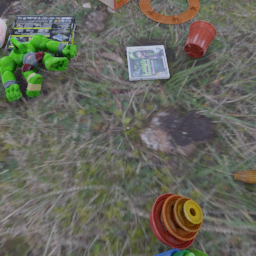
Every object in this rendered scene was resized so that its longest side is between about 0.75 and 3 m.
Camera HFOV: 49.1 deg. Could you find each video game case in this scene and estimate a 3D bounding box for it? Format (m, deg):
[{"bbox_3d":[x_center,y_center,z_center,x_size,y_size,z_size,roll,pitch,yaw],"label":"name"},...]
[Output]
[{"bbox_3d":[0.594,-2.032,8.655,1.197,0.154,1.317,-4,59,-2],"label":"video game case"}]

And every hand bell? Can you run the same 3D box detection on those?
[{"bbox_3d":[3.521,1.113,6.488,2.008,1.046,1.046,-1,58,14],"label":"hand bell"}]

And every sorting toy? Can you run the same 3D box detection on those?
[{"bbox_3d":[1.195,2.272,5.204,1.381,0.943,2.297,-12,67,-39],"label":"sorting toy"}]

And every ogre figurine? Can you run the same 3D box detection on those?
[{"bbox_3d":[-2.700,-1.883,7.961,1.387,1.135,2.313,43,94,18],"label":"ogre figurine"}]

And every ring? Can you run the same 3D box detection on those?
[{"bbox_3d":[1.504,-4.556,10.141,2.195,0.211,2.195,0,58,0],"label":"ring"}]

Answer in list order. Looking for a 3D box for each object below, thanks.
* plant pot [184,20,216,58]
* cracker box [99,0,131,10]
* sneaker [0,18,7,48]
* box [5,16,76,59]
[{"bbox_3d":[2.191,-2.704,8.715,0.866,0.866,0.842,22,70,12],"label":"plant pot"},{"bbox_3d":[-0.766,-5.548,10.438,2.426,0.700,1.625,39,66,22],"label":"cracker box"},{"bbox_3d":[-4.938,-3.216,8.995,2.085,0.785,1.090,7,62,-3],"label":"sneaker"},{"bbox_3d":[-2.745,-2.952,9.041,1.964,0.435,1.573,0,60,0],"label":"box"}]
